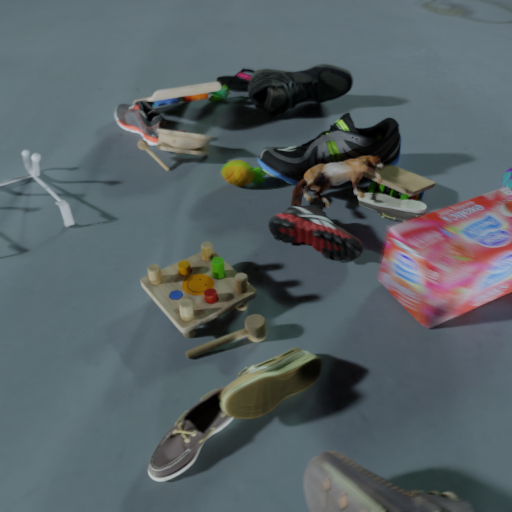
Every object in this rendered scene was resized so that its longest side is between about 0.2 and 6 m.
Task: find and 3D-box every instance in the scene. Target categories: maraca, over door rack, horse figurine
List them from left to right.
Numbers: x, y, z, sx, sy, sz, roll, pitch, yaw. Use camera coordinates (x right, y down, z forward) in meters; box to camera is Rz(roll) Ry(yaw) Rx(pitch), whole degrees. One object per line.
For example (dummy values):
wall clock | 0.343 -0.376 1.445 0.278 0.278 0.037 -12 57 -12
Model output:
over door rack | -5.661 -1.387 12.462 2.202 0.993 2.981 -24 46 -26
maraca | -0.305 -1.952 13.364 1.067 0.732 0.571 8 60 0
horse figurine | 1.800 -1.705 12.653 2.404 0.600 1.593 -17 35 7

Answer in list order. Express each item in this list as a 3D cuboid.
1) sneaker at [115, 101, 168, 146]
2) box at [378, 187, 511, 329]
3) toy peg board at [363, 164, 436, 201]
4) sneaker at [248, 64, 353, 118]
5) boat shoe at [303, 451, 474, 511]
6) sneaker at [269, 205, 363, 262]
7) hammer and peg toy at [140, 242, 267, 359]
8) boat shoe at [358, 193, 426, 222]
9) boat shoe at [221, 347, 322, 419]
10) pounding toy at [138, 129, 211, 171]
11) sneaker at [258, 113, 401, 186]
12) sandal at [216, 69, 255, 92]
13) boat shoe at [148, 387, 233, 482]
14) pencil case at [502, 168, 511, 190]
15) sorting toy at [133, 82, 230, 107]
sneaker | -3.134 -3.925 15.519 0.921 0.979 2.390 -30 48 -31
box | 3.950 -0.027 10.429 2.939 1.403 1.465 -18 46 -21
toy peg board | 3.273 -1.561 13.089 1.284 0.628 1.278 30 33 30
sneaker | 1.254 -4.794 16.465 3.125 1.195 1.790 3 41 8
boat shoe | 2.042 3.482 6.562 3.357 1.250 1.230 37 42 25
sneaker | 1.334 -0.553 11.623 2.052 0.725 1.002 21 46 25
hammer and peg toy | -0.896 0.760 9.989 1.665 0.798 2.263 -24 45 -27
boat shoe | 2.973 -1.039 12.421 1.519 0.454 0.543 15 37 22
boat shoe | 0.171 1.889 8.603 1.930 0.704 0.607 -18 32 -37
pounding toy | -2.109 -2.731 14.499 1.814 1.040 1.037 7 11 -6
sneaker | 1.786 -2.672 13.556 3.721 1.542 1.319 -11 39 -13
sandal | -0.022 -5.627 17.903 2.527 0.569 0.949 9 40 11
boat shoe | -0.930 2.529 8.095 0.585 0.485 1.628 30 48 31
pencil case | 5.927 -1.397 12.633 0.707 0.768 1.662 -12 30 30
sorting toy | -1.875 -4.631 16.270 2.967 0.437 2.193 -16 14 -24
